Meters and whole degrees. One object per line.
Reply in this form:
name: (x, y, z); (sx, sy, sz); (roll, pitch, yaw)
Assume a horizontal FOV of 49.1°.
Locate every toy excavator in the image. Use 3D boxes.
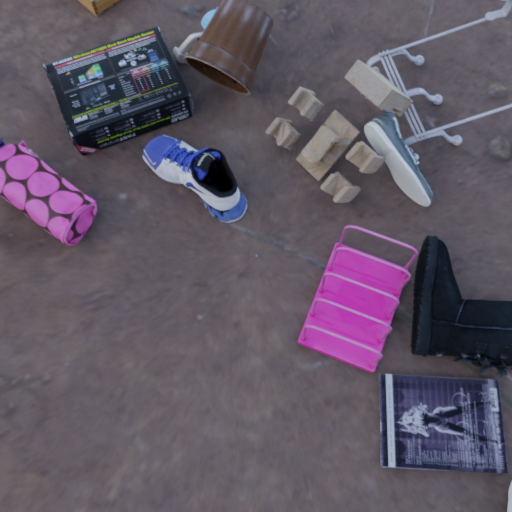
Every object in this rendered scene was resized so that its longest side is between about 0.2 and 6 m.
toy excavator: (-1.013, -4.700, 11.849); (1.343, 1.306, 0.671); (-17, 67, -37)

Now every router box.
router box: (-2.758, -3.345, 11.343); (2.509, 0.780, 1.880); (-22, 71, -8)

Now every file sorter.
file sorter: (1.758, 0.699, 9.575); (1.413, 1.275, 2.034); (21, 71, 8)

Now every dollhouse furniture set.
dollhouse furniture set: (1.746, -2.465, 10.743); (2.009, 1.423, 2.187); (47, 116, 16)

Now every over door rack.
over door rack: (4.009, -3.477, 11.148); (3.022, 1.007, 2.233); (-22, 71, 13)

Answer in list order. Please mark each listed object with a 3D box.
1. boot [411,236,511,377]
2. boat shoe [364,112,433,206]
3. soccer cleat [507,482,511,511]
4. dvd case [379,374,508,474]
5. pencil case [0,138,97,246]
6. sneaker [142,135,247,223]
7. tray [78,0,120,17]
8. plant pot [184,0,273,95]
boot: (3.741, 0.861, 9.745); (1.884, 0.851, 2.299); (7, 77, 5)
boat shoe: (2.812, -1.817, 10.497); (0.601, 0.709, 1.946); (-40, 99, -11)
soccer cleat: (4.014, 4.842, 8.189); (1.187, 1.060, 3.060); (-3, 72, 2)
dvd case: (3.097, 2.793, 9.386); (2.034, 0.162, 1.513); (2, 70, 1)
pencil case: (-3.979, -1.193, 10.455); (2.247, 1.020, 1.053); (38, 62, 9)
sneaker: (-1.092, -1.687, 10.449); (2.264, 1.307, 0.915); (37, 73, 13)
tray: (-4.033, -6.741, 12.775); (1.366, 0.513, 2.770); (-42, 76, -15)
plant pot: (-0.444, -4.181, 11.056); (1.465, 1.465, 1.450); (28, 94, 10)
